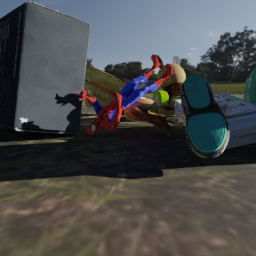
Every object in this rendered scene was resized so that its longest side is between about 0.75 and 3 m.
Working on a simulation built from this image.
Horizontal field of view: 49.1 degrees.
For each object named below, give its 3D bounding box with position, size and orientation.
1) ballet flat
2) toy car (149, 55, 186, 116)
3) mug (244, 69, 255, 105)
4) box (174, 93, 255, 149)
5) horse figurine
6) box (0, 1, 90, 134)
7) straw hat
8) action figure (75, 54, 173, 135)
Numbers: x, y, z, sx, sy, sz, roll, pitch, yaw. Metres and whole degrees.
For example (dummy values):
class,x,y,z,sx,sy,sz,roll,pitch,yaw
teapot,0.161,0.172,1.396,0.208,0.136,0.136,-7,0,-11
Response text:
class,x,y,z,sx,sy,sz,roll,pitch,yaw
ballet flat,1.126,-0.103,4.152,0.606,0.606,1.685,0,45,2
toy car,1.430,-1.576,9.794,1.748,2.128,1.679,-3,-15,-22
mug,3.849,-0.805,7.433,1.256,1.669,2.031,4,-10,32
box,1.984,-0.235,5.635,1.406,0.371,1.804,-9,24,-18
horse figurine,0.513,-0.421,7.302,1.847,0.696,2.787,10,8,-2
box,-2.270,-1.244,6.612,1.546,2.494,2.452,5,3,-39
straw hat,-1.013,-1.196,10.757,2.895,1.225,2.895,26,-5,3
action figure,-0.147,-0.824,6.127,0.769,2.357,1.166,42,-5,34
